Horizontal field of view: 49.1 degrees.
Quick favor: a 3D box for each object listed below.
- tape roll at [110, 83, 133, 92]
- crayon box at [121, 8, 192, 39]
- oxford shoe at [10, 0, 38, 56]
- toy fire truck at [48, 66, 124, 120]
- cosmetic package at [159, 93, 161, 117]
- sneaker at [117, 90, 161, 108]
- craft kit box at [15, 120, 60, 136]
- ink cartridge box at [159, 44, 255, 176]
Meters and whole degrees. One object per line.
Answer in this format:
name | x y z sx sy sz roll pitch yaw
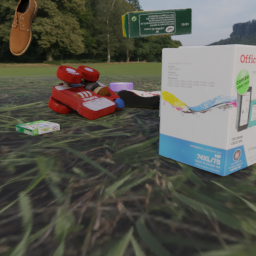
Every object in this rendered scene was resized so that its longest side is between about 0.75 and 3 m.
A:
tape roll | -0.427 -2.756 18.770 1.529 0.502 1.529 0 13 0
crayon box | 0.695 -3.008 8.115 1.620 0.665 2.577 -5 21 -3
oxford shoe | -1.332 -1.279 3.458 0.270 0.757 0.270 11 -2 0
toy fire truck | -1.385 -1.135 10.223 2.282 1.524 2.718 31 24 18
cosmetic package | 1.802 -0.707 9.089 1.505 0.849 0.611 7 14 34
sneaker | 0.666 -1.219 11.690 2.073 0.692 1.111 9 14 21
craft kit box | -2.421 -0.010 7.511 0.836 0.203 0.826 11 14 38
ink cartridge box | 1.613 -0.439 5.168 1.499 2.043 1.492 -10 16 -38
